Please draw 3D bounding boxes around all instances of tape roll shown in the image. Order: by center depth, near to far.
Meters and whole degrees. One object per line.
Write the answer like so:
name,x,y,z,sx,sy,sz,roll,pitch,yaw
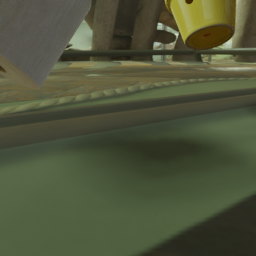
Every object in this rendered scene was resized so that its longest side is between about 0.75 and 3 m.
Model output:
tape roll,-2.187,-2.086,4.656,2.669,1.832,2.669,28,-9,5

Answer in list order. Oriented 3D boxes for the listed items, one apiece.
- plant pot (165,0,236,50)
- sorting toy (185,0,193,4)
plant pot,2.250,-3.605,8.332,2.232,2.100,2.232,-5,-12,-1
sorting toy,0.498,-3.018,5.830,2.364,0.814,0.820,3,33,6
